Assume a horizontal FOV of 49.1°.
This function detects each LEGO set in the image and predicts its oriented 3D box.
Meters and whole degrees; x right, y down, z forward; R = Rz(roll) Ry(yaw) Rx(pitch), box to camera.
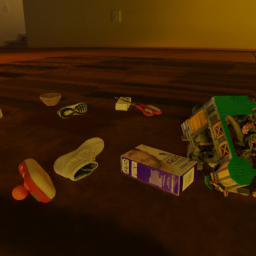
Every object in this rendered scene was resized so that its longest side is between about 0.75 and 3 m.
[{"bbox_3d":[2.618,0.441,6.394,2.974,2.287,1.723,-12,-18,-22],"label":"LEGO set"}]

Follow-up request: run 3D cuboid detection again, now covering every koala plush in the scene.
[{"bbox_3d":[1.949,0.691,7.119,0.792,0.702,0.728,-2,-4,2],"label":"koala plush"}]

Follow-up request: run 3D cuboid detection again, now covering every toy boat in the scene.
[{"bbox_3d":[-2.073,1.195,5.890,0.772,0.770,1.181,-37,31,-11],"label":"toy boat"}]

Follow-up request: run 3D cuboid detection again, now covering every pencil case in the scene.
[{"bbox_3d":[4.373,0.175,8.343,1.792,0.775,0.742,14,18,28],"label":"pencil case"}]

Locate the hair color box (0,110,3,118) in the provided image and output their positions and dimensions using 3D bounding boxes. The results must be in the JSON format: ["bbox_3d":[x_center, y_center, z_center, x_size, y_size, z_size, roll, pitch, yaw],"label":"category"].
[{"bbox_3d":[-5.403,-0.431,10.580,0.609,0.361,1.114,10,24,27],"label":"hair color box"}]

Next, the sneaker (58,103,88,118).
[{"bbox_3d":[-2.226,-0.762,11.309,1.373,0.507,0.556,-15,22,-38],"label":"sneaker"}]

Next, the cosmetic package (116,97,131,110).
[{"bbox_3d":[-0.195,-1.101,12.460,0.500,0.307,1.212,2,20,8],"label":"cosmetic package"}]

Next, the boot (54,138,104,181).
[{"bbox_3d":[-1.003,0.807,7.064,0.776,0.597,1.623,22,38,33],"label":"boot"}]

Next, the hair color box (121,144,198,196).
[{"bbox_3d":[0.715,0.933,6.662,1.620,0.525,0.886,13,25,36],"label":"hair color box"}]

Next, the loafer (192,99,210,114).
[{"bbox_3d":[3.162,-0.746,10.774,2.142,0.780,0.774,-5,26,-36],"label":"loafer"}]

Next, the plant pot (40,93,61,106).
[{"bbox_3d":[-3.510,-1.282,12.761,0.947,0.437,0.947,0,19,0],"label":"plant pot"}]

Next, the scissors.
[{"bbox_3d":[0.430,-0.992,11.927,0.804,0.153,2.198,-25,41,-38],"label":"scissors"}]
